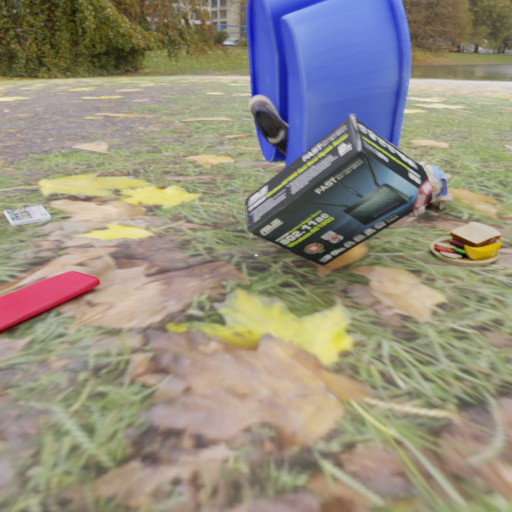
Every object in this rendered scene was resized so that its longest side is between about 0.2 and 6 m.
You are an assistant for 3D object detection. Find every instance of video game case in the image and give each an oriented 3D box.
[{"bbox_3d":[-5.433,-0.959,13.302,0.872,0.110,0.957,-13,27,-29],"label":"video game case"}]

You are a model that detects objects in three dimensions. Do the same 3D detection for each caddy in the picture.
[{"bbox_3d":[1.455,-3.142,10.483,2.444,4.656,3.292,-17,49,-11],"label":"caddy"}]

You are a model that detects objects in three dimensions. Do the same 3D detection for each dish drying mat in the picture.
[{"bbox_3d":[-3.766,0.799,8.985,0.956,0.226,2.488,14,28,32],"label":"dish drying mat"}]

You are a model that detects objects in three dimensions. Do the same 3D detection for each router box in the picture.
[{"bbox_3d":[1.336,-0.954,9.405,1.905,2.542,0.790,23,46,-35],"label":"router box"}]

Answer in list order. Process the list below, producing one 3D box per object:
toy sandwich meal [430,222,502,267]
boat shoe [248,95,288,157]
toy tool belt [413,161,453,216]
[{"bbox_3d":[4.176,-0.245,11.088,1.444,0.495,1.444,0,23,0],"label":"toy sandwich meal"},{"bbox_3d":[0.401,-2.353,10.820,0.578,1.608,0.521,-24,38,26],"label":"boat shoe"},{"bbox_3d":[4.353,-1.701,13.758,1.147,1.166,1.867,-5,22,10],"label":"toy tool belt"}]
